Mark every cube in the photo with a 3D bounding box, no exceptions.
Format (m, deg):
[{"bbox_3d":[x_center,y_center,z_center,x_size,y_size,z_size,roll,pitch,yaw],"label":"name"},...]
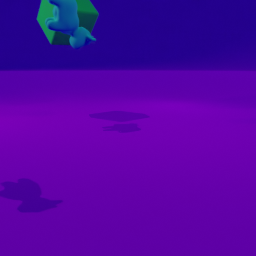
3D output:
[{"bbox_3d":[-2.083,-3.804,9.576,1.375,1.375,1.375,-11,60,-39],"label":"cube"}]

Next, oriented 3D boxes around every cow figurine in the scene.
[{"bbox_3d":[-1.545,-2.935,7.741,1.397,1.419,0.779,0,30,-23],"label":"cow figurine"}]
